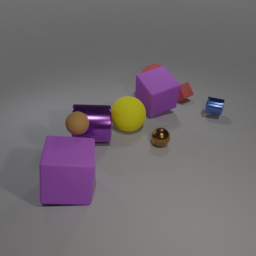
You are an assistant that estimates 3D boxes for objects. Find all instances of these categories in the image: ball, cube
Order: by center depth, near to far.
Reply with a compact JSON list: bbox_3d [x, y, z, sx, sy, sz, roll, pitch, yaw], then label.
[{"bbox_3d":[-1.700,1.188,8.003,1.400,1.400,1.400,4,30,-10],"label":"cube"},{"bbox_3d":[-1.505,-0.141,8.316,0.700,0.700,0.700,0,30,0],"label":"ball"},{"bbox_3d":[1.208,0.334,10.314,0.700,0.700,0.700,0,30,0],"label":"ball"},{"bbox_3d":[0.009,-0.554,11.148,1.400,1.400,1.400,0,30,0],"label":"ball"},{"bbox_3d":[1.251,-1.586,12.200,1.400,1.400,1.400,-21,55,-17],"label":"cube"},{"bbox_3d":[2.619,-1.738,13.613,0.700,0.700,0.700,-25,2,-36],"label":"cube"}]

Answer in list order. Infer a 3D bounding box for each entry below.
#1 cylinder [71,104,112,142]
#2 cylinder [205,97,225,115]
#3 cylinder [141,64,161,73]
[{"bbox_3d":[-1.341,-0.170,10.394,1.400,1.400,1.400,1,30,-7],"label":"cylinder"},{"bbox_3d":[3.747,-0.956,12.133,0.700,0.700,0.700,13,32,14],"label":"cylinder"},{"bbox_3d":[1.247,-2.414,14.242,1.400,1.400,1.400,8,28,13],"label":"cylinder"}]
